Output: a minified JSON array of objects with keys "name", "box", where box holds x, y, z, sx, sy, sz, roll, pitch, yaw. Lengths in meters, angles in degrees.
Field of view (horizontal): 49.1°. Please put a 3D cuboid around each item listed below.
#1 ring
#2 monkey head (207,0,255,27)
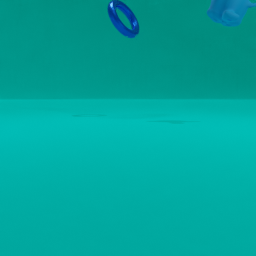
[{"name":"ring","box":[-0.145,-3.988,10.248,0.307,1.537,1.537,-27,-12,37]},{"name":"monkey head","box":[2.726,-3.249,7.403,1.614,0.973,1.161,20,18,-4]}]
